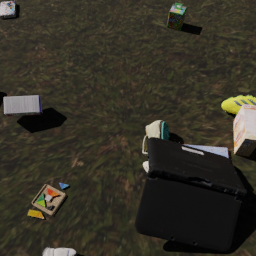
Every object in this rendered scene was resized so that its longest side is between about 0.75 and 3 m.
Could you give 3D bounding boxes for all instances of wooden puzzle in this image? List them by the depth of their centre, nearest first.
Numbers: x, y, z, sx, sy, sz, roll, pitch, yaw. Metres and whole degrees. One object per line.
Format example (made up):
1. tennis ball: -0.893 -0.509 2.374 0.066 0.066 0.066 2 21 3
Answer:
1. wooden puzzle: -2.515 2.273 8.899 0.904 0.157 1.340 18 58 12

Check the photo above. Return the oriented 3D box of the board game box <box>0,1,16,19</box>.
1. board game box: -6.218 -6.149 14.533 0.750 0.206 1.189 -9 57 -6

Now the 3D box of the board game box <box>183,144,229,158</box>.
1. board game box: 2.610 1.029 9.727 1.728 0.168 0.890 4 55 3

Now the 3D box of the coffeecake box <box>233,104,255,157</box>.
1. coffeecake box: 4.126 0.081 9.794 0.527 1.108 1.443 9 57 6

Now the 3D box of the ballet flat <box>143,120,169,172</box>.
1. ballet flat: 0.942 1.023 9.457 0.895 0.968 2.870 -14 48 24

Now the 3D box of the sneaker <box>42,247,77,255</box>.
1. sneaker: -1.721 4.220 7.207 1.007 0.861 2.312 -4 57 -9

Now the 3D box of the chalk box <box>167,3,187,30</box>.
1. chalk box: 2.366 -5.445 13.505 0.699 1.124 0.696 18 58 12

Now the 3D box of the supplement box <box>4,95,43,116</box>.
1. supplement box: -3.876 -0.812 10.407 1.275 0.645 0.659 -5 86 -14

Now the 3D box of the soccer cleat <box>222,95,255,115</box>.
1. soccer cleat: 4.805 -0.533 10.402 2.575 0.832 1.077 11 66 9

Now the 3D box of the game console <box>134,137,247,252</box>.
1. game console: 1.803 1.909 8.577 2.977 1.732 2.618 16 29 -8
